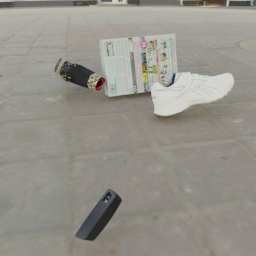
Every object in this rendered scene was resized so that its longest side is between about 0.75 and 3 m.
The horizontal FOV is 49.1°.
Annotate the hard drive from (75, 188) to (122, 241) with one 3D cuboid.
[{"bbox_3d":[-0.473,1.538,4.883,0.202,0.643,0.953,31,76,24],"label":"hard drive"}]

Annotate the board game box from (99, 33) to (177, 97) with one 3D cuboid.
[{"bbox_3d":[0.455,-2.515,11.147,2.915,2.150,0.937,-8,13,-11],"label":"board game box"}]

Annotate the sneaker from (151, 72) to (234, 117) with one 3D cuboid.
[{"bbox_3d":[2.168,-1.357,9.364,2.990,1.302,1.114,-20,12,-9],"label":"sneaker"}]

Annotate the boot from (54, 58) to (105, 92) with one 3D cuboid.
[{"bbox_3d":[-1.728,-1.944,10.983,1.719,0.821,2.275,25,4,6],"label":"boot"}]
